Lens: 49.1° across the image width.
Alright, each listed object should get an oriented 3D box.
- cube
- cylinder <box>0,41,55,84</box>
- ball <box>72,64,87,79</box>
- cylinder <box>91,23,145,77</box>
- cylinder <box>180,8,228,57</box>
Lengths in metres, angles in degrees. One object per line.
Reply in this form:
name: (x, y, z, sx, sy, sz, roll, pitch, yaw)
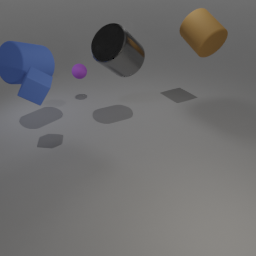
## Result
cube: (-2.686, -1.219, 8.136, 0.700, 0.700, 0.700, 25, 29, -24)
cylinder: (-3.556, -2.241, 9.786, 1.400, 1.400, 1.400, 17, 16, 27)
ball: (-2.252, -2.625, 12.979, 0.700, 0.700, 0.700, 0, 30, 0)
cylinder: (-0.331, -2.649, 9.706, 1.400, 1.400, 1.400, 21, 0, 32)
cylinder: (3.055, -3.859, 11.405, 1.400, 1.400, 1.400, -18, 62, -28)
